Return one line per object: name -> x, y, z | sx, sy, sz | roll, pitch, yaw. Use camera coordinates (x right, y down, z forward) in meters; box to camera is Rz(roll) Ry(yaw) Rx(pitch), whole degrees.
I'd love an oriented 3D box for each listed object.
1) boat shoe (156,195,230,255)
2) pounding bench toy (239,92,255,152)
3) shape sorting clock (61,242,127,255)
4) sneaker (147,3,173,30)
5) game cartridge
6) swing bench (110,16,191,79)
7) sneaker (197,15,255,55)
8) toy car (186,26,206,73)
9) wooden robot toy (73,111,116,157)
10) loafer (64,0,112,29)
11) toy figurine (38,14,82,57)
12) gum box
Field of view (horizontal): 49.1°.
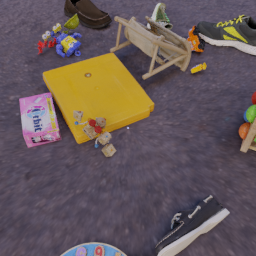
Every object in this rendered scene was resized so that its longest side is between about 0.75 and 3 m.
boat shoe -> 1.196, 1.868, 5.473 | 1.941, 0.717, 0.586 | -18, 54, -33
pounding bench toy -> 3.635, 0.184, 6.691 | 1.805, 1.438, 2.314 | 20, 51, 17
shape sorting clock -> -0.662, 2.934, 4.933 | 1.859, 0.365, 1.859 | 0, 48, 0
sneaker -> 1.343, -4.200, 11.222 | 0.939, 0.815, 2.120 | 21, 56, 3
game cartridge -> -0.913, -1.041, 8.429 | 2.487, 0.458, 2.821 | -21, 57, -19
swing bench -> 0.783, -2.705, 9.050 | 1.944, 1.261, 1.934 | -19, 48, -35
sneaker -> 3.946, -3.666, 10.335 | 2.796, 1.183, 1.041 | 21, 51, 18
toy car -> 2.235, -2.752, 9.739 | 0.678, 1.000, 2.039 | -17, 34, 28
wooden robot toy -> -0.707, -0.018, 7.042 | 1.450, 0.639, 0.658 | 49, 55, -4
loafer -> -1.775, -4.893, 11.628 | 2.522, 0.900, 0.920 | 28, 54, 23
toy figurine -> -2.175, -3.098, 10.295 | 1.235, 1.087, 2.061 | 40, 57, -3
gum box -> -2.410, -0.224, 7.675 | 0.885, 0.516, 1.559 | -14, 49, -12
